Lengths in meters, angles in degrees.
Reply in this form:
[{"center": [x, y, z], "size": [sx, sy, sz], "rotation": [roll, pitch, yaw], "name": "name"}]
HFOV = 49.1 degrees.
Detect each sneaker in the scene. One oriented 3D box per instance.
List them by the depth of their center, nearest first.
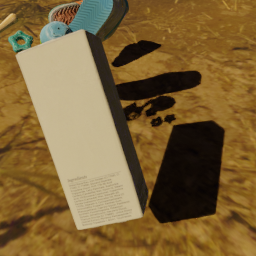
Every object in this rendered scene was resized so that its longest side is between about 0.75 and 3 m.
[{"center": [-1.105, -2.474, 7.566], "size": [1.089, 2.845, 1.149], "rotation": [58, 35, 2], "name": "sneaker"}, {"center": [-1.576, -3.917, 9.818], "size": [2.904, 1.037, 1.160], "rotation": [-22, 38, -36], "name": "sneaker"}]

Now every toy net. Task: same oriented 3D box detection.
[{"center": [-2.285, -1.611, 5.570], "size": [2.551, 0.493, 1.338], "rotation": [-4, 76, -19], "name": "toy net"}]

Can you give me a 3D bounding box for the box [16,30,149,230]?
[{"center": [-0.632, 0.052, 4.594], "size": [1.200, 2.921, 0.999], "rotation": [-14, 7, 12], "name": "box"}]
